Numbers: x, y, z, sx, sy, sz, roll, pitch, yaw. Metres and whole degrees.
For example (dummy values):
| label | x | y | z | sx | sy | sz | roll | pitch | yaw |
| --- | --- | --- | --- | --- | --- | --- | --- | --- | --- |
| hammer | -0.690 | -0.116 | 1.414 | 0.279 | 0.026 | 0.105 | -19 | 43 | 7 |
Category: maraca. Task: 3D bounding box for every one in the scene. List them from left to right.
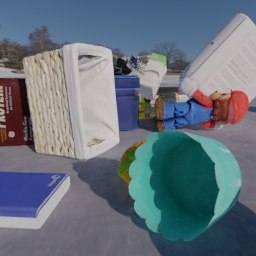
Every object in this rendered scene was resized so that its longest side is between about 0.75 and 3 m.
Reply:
| label | x | y | z | sx | sy | sz | roll | pitch | yaw |
| --- | --- | --- | --- | --- | --- | --- | --- | --- | --- |
| maraca | 0.285 | 0.481 | 4.012 | 0.865 | 0.675 | 1.262 | -14 | -23 | -16 |

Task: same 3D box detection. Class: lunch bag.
| label | x | y | z | sx | sy | sz | roll | pitch | yaw |
| --- | --- | --- | --- | --- | --- | --- | --- | --- | --- |
| lunch bag | -0.919 | -0.935 | 8.671 | 2.880 | 1.905 | 1.956 | -7 | 13 | -29 |

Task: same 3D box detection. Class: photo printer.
| label | x | y | z | sx | sy | sz | roll | pitch | yaw |
| --- | --- | --- | --- | --- | --- | --- | --- | --- | --- |
| photo printer | 3.157 | -1.691 | 8.828 | 2.334 | 2.806 | 0.974 | 39 | 9 | -21 |

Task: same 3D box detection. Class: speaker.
| label | x | y | z | sx | sy | sz | roll | pitch | yaw |
| --- | --- | --- | --- | --- | --- | --- | --- | --- | --- |
| speaker | 2.231 | -1.878 | 15.855 | 2.556 | 1.038 | 1.038 | -4 | 12 | -21 |

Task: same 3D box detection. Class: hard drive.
| label | x | y | z | sx | sy | sz | roll | pitch | yaw |
| --- | --- | --- | --- | --- | --- | --- | --- | --- | --- |
| hard drive | -1.879 | 0.882 | 3.731 | 1.897 | 0.241 | 1.252 | 1 | 11 | 5 |

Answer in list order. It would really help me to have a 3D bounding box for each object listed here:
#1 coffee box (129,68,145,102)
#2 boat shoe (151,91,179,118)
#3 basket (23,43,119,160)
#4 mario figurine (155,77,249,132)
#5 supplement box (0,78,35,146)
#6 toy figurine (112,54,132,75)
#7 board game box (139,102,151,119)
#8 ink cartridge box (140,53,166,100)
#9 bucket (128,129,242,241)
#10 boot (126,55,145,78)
| label | x | y | z | sx | sy | sz | roll | pitch | yaw |
| --- | --- | --- | --- | --- | --- | --- | --- | --- | --- |
| coffee box | 0.062 | -2.526 | 16.496 | 2.003 | 2.025 | 2.022 | 4 | 12 | 22 |
| boat shoe | 1.321 | -0.735 | 9.617 | 0.915 | 0.824 | 2.535 | 7 | -1 | 0 |
| basket | -1.190 | -0.577 | 6.153 | 1.393 | 2.259 | 1.531 | 0 | 10 | 25 |
| mario figurine | 2.118 | -0.642 | 8.152 | 2.644 | 1.401 | 1.632 | -7 | -10 | 4 |
| supplement box | -3.431 | -0.536 | 7.445 | 2.390 | 1.587 | 2.357 | -3 | 11 | -13 |
| toy figurine | -1.314 | -2.239 | 13.349 | 2.641 | 2.682 | 1.866 | -7 | 25 | -30 |
| board game box | -0.320 | -0.791 | 11.422 | 1.222 | 0.573 | 2.405 | -9 | 14 | -38 |
| ink cartridge box | 0.866 | -1.763 | 9.737 | 0.545 | 1.298 | 0.944 | 19 | -18 | 16 |
| bucket | 0.636 | 0.582 | 3.110 | 1.148 | 1.148 | 0.747 | 10 | 4 | 41 |
| boot | 0.300 | -1.921 | 8.728 | 0.318 | 0.395 | 0.875 | 8 | 32 | -51 |
